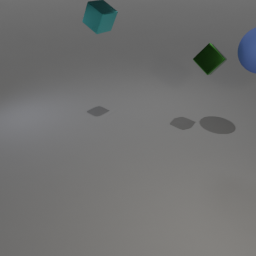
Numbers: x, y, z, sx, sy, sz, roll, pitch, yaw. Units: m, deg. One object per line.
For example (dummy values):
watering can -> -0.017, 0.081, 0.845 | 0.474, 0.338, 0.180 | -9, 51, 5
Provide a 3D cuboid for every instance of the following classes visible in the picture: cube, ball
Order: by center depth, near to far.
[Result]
ball -> 4.031, -2.330, 8.380 | 1.400, 1.400, 1.400 | 0, 29, 0
cube -> -0.879, -3.477, 8.755 | 0.700, 0.700, 0.700 | 43, 45, 14
cube -> 2.592, -2.165, 8.836 | 0.700, 0.700, 0.700 | 50, 26, 7
